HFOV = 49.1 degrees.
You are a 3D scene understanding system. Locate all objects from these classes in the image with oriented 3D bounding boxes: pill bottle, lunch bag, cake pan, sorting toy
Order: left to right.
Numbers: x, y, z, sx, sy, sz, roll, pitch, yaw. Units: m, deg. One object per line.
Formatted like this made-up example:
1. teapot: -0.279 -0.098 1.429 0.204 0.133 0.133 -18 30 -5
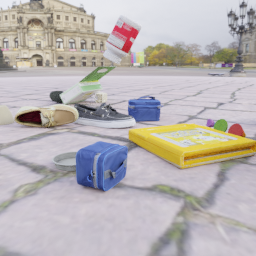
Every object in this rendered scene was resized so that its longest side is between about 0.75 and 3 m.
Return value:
1. cake pan: -1.208 0.728 6.165 0.905 0.166 0.905 0 13 0
2. lunch bag: -0.435 0.681 5.134 0.700 0.719 1.058 6 14 24
3. pill bottle: -0.311 -4.063 12.952 1.138 2.027 1.138 28 17 -9
4. lunch bag: 0.689 -0.785 11.026 1.382 0.914 0.939 -2 13 -7
5. sorting toy: 3.113 0.050 8.769 0.516 0.520 1.499 19 5 -29

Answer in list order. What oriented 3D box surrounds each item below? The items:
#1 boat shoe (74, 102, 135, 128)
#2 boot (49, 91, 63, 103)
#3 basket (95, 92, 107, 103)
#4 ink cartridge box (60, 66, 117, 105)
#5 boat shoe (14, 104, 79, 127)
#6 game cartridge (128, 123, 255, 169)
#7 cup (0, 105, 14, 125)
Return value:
1. boat shoe: -0.914 -0.523 10.089 2.494 0.826 0.872 7 15 27
2. boot: -3.988 -1.752 16.112 1.339 0.694 2.050 2 5 34
3. basket: -1.537 -1.746 16.025 0.495 0.544 0.803 6 14 16
4. ink cartridge box: -2.006 -2.304 15.146 2.884 0.691 2.098 -27 0 27
5. boat shoe: -2.832 -0.343 9.697 2.176 0.805 0.722 -3 23 4
6. game cartridge: 1.564 0.317 7.396 2.296 0.423 2.605 -6 16 -25
7. cup: -4.755 -0.505 10.444 0.897 0.642 0.897 -1 13 0
